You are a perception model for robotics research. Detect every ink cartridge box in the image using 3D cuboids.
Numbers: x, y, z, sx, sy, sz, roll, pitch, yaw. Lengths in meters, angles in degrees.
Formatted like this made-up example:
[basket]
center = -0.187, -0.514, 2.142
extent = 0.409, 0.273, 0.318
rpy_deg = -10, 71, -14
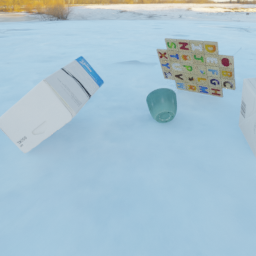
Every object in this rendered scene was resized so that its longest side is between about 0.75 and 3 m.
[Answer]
[ink cartridge box]
center = -1.954, -0.740, 7.581
extent = 1.900, 1.107, 2.628
rpy_deg = -34, 15, 23

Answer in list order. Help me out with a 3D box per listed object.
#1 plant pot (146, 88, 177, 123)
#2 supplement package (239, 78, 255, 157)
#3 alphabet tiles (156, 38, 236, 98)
[plant pot]
center = 1.064, -0.619, 8.546
extent = 0.952, 0.952, 0.764
rpy_deg = -2, 55, -4
[supplement package]
center = 4.249, -0.374, 6.868
extent = 2.502, 1.517, 1.498
rpy_deg = -4, 33, 6
[alphabet tiles]
center = 2.463, -2.189, 10.350
extent = 2.951, 2.455, 0.093
rpy_deg = 17, 58, 34
